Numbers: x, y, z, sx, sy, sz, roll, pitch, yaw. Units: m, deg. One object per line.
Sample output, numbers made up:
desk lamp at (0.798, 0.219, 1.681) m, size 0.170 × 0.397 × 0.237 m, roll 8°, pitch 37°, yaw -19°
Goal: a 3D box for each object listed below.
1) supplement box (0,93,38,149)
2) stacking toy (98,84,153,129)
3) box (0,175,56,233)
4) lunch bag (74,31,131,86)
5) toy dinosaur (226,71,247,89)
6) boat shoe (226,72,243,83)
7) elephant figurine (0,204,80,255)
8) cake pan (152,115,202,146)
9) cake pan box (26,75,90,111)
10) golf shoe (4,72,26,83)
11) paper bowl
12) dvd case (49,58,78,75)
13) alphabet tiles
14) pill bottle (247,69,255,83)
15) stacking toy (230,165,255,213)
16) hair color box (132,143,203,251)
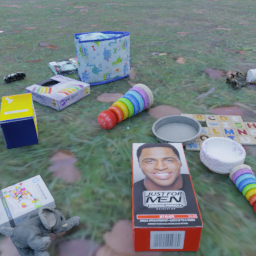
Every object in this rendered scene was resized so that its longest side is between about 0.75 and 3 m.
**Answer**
supplement box at (-3.298, -0.262, 8.516) m, size 0.916 × 0.911 × 1.673 m, roll -10°, pitch 34°, yaw -15°
stacking toy at (-0.144, -0.631, 9.307) m, size 0.927 × 0.927 × 2.172 m, roll 26°, pitch 48°, yaw 34°
box at (-2.390, 1.641, 6.178) m, size 1.276 × 0.263 × 0.994 m, roll -19°, pitch 37°, yaw -28°
lunch bag at (-0.994, -3.000, 11.829) m, size 2.285 × 1.943 × 1.456 m, roll -10°, pitch 35°, yaw -14°
toy dinosaur at (4.580, -1.967, 11.636) m, size 1.422 × 0.547 × 0.727 m, roll -17°, pitch 65°, yaw -41°
boat shoe at (4.580, -2.192, 12.071) m, size 0.923 × 0.314 × 0.332 m, roll -20°, pitch 38°, yaw -28°
elephant figurine at (-1.591, 1.853, 5.359) m, size 0.831 × 0.911 × 1.174 m, roll 3°, pitch 33°, yaw 21°
cake pan at (1.470, 0.088, 8.469) m, size 1.460 × 0.268 × 1.460 m, roll -5°, pitch 32°, yaw 3°
cake pan box at (-2.669, -1.413, 10.729) m, size 1.852 × 0.484 × 1.706 m, roll 21°, pitch 36°, yaw 29°
golf shoe at (-4.909, -2.238, 12.110) m, size 0.930 × 0.361 × 0.439 m, roll -20°, pitch 38°, yaw -30°
paper bowl at (2.423, 0.752, 7.261) m, size 1.095 × 0.569 × 1.095 m, roll 0°, pitch 33°, yaw 0°
dvd case at (-2.620, -2.998, 13.418) m, size 2.033 × 0.224 × 1.484 m, roll -16°, pitch 36°, yaw -24°
alphabet tiles at (2.920, 0.124, 8.688) m, size 2.418 × 0.091 × 2.021 m, roll 2°, pitch 33°, yaw 4°
pill bottle at (5.698, -2.185, 11.705) m, size 1.255 × 0.705 × 0.705 m, roll -2°, pitch 33°, yaw -2°
stacking toy at (2.788, 1.433, 6.321) m, size 0.537 × 0.537 × 1.258 m, roll -4°, pitch 37°, yaw -6°
hair color box at (0.718, 1.353, 6.141) m, size 1.282 × 0.774 × 2.526 m, roll -1°, pitch 32°, yaw 0°
